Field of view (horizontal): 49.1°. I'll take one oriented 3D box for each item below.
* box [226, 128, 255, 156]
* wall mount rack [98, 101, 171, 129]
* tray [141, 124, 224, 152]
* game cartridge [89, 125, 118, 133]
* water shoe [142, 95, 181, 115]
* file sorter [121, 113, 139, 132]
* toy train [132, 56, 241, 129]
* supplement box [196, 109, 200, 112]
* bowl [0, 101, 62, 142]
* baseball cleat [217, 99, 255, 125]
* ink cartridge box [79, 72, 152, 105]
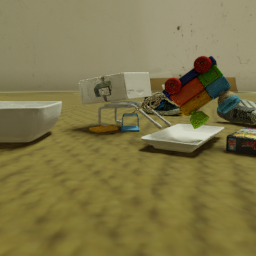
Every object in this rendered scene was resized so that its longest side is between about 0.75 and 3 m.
[{"bbox_3d":[3.812,0.403,7.004,2.203,0.415,1.505,8,12,39],"label":"box"},{"bbox_3d":[0.289,-0.495,10.572,2.372,1.018,2.730,0,5,20],"label":"wall mount rack"},{"bbox_3d":[1.702,0.257,8.161,1.573,0.325,2.930,7,11,30],"label":"tray"},{"bbox_3d":[-0.891,0.035,10.135,0.812,0.132,0.715,-10,12,-31],"label":"game cartridge"},{"bbox_3d":[1.787,-1.288,15.092,0.959,1.059,2.683,-9,13,-44],"label":"water shoe"},{"bbox_3d":[0.083,-0.219,10.275,0.638,0.564,0.920,-1,10,0],"label":"file sorter"},{"bbox_3d":[1.679,-0.632,8.182,2.824,1.634,1.195,-36,-20,11],"label":"toy train"},{"bbox_3d":[3.348,-1.165,15.361,1.170,0.738,0.430,-3,12,-11],"label":"supplement box"},{"bbox_3d":[-3.731,-0.264,8.968,2.927,1.094,2.931,0,10,1],"label":"bowl"},{"bbox_3d":[4.859,-0.609,11.212,2.942,1.026,1.566,6,11,36],"label":"baseball cleat"},{"bbox_3d":[-0.488,-1.525,10.814,2.290,0.962,1.666,-2,8,38],"label":"ink cartridge box"}]
